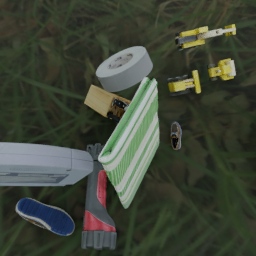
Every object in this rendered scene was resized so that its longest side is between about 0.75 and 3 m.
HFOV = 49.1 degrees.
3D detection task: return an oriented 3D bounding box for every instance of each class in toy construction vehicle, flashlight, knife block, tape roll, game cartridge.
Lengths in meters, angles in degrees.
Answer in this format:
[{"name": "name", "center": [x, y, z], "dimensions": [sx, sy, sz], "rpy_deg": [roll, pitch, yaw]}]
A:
[{"name": "toy construction vehicle", "center": [2.045, -1.864, 7.684], "dimensions": [2.014, 0.709, 1.754], "rpy_deg": [-10, 99, -5]}, {"name": "flashlight", "center": [-0.638, 1.658, 6.943], "dimensions": [0.852, 0.848, 2.506], "rpy_deg": [-12, 61, 28]}, {"name": "knife block", "center": [-0.447, -0.589, 7.311], "dimensions": [1.895, 1.664, 0.606], "rpy_deg": [24, 96, 10]}, {"name": "tape roll", "center": [-0.105, -1.545, 7.275], "dimensions": [1.435, 0.474, 1.435], "rpy_deg": [-21, 32, 14]}, {"name": "game cartridge", "center": [-2.159, 0.811, 5.810], "dimensions": [2.629, 1.751, 0.546], "rpy_deg": [8, 60, -30]}]

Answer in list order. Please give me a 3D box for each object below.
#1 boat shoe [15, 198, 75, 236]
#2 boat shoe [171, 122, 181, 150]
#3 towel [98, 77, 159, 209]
[{"name": "boat shoe", "center": [-2.004, 2.152, 6.812], "dimensions": [1.502, 0.544, 0.543], "rpy_deg": [35, 53, -14]}, {"name": "boat shoe", "center": [1.299, 0.214, 7.611], "dimensions": [0.278, 0.278, 0.769], "rpy_deg": [-7, 91, 25]}, {"name": "towel", "center": [0.171, 0.466, 6.261], "dimensions": [0.323, 2.760, 2.105], "rpy_deg": [20, 65, 18]}]
